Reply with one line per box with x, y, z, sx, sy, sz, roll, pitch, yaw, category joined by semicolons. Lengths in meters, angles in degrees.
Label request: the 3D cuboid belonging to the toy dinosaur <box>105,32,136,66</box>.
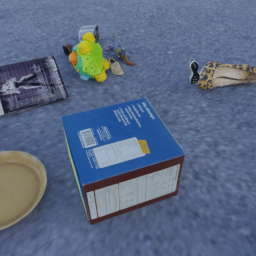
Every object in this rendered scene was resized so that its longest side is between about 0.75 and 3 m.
-0.548;-3.664;13.737;0.952;1.813;1.645;-35;16;6;toy dinosaur

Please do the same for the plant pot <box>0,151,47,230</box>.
-3.593;1.724;7.748;2.702;0.371;2.702;1;42;-1;plant pot

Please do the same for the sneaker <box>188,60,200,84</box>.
1.955;-1.675;8.369;0.296;0.801;0.317;-15;38;-4;sneaker

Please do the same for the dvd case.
-3.946;-1.686;10.953;2.774;0.222;2.063;-18;74;-20;dvd case

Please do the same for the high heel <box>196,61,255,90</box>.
4.155;-2.042;11.374;2.075;1.040;2.912;22;37;31;high heel

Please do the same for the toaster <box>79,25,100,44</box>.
-2.048;-4.892;14.806;0.920;0.810;1.425;0;42;6;toaster

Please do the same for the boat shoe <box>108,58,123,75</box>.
-0.588;-2.811;12.774;0.436;0.393;1.209;-18;45;-19;boat shoe

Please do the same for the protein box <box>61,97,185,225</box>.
-0.222;0.768;7.767;2.568;1.733;2.550;-14;44;-15;protein box

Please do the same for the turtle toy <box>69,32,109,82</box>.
-1.765;-3.087;12.267;1.273;1.836;2.519;-17;36;18;turtle toy

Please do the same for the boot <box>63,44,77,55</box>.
-2.524;-3.713;13.597;0.845;0.651;1.743;-21;44;-19;boot
